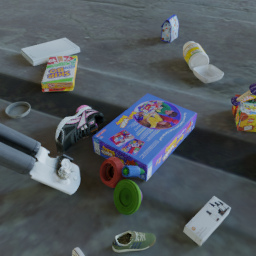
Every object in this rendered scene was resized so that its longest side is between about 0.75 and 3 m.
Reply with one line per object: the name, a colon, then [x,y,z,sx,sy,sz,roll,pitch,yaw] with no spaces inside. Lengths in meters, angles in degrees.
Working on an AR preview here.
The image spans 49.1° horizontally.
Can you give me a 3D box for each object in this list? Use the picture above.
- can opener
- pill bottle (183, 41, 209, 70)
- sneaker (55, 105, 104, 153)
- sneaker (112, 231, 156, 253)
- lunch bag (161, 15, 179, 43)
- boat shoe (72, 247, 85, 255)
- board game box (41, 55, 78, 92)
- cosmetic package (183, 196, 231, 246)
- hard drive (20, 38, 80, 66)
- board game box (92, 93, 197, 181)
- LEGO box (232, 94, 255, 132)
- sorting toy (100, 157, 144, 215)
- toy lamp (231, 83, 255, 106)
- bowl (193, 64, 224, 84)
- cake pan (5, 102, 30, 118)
can opener: [-2.293,0.654,5.942,0.996,2.998,0.789,-31,39,33]
pill bottle: [2.760,-3.034,11.654,0.821,0.821,1.456,-4,41,-5]
sneaker: [-1.326,-0.017,8.063,0.848,0.789,1.963,13,43,18]
sneaker: [0.129,2.257,5.658,0.914,0.410,0.307,-8,41,-9]
lunch bag: [2.034,-4.860,13.616,0.674,1.089,0.926,21,45,23]
boat shoe: [-0.840,2.749,5.110,0.400,0.406,1.145,-19,50,-25]
board game box: [-2.657,-2.187,11.054,1.164,0.365,2.436,-3,43,-3]
cosmetic package: [1.729,1.988,6.083,1.106,0.280,0.456,-32,49,-32]
hard drive: [-3.481,-3.472,12.583,2.204,0.294,1.454,-26,47,-27]
board game box: [0.545,0.110,8.064,1.795,0.598,2.669,26,47,28]
LEGO box: [4.170,-0.442,8.717,1.578,0.609,1.175,4,40,5]
sorting toy: [-0.016,1.279,6.664,0.637,0.932,1.551,10,33,-47]
toy lamp: [3.279,-0.935,7.677,0.332,1.142,0.332,3,75,-12]
bowl: [3.099,-2.060,10.855,0.947,0.354,0.948,-17,42,-19]
cake pan: [-3.620,-0.587,9.256,0.798,0.146,0.798,0,40,0]
